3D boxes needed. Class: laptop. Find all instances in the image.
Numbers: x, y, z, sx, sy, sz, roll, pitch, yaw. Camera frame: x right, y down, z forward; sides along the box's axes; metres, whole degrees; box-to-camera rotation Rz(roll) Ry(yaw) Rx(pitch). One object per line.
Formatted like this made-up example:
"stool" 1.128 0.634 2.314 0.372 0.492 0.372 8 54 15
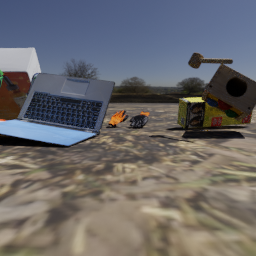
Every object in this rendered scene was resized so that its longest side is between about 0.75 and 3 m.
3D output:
"laptop" -1.808 -0.590 6.591 2.304 2.461 1.426 9 -25 13

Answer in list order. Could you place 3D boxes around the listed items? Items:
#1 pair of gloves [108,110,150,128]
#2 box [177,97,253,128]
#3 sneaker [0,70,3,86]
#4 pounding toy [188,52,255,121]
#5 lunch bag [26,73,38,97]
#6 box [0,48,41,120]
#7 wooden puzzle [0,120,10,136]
"pair of gloves" 0.041 -0.283 8.939 1.204 0.149 1.073 7 31 17
"box" 2.765 -0.524 8.853 2.362 0.889 0.592 -3 20 -16
"sneaker" -3.663 -0.949 6.681 2.615 1.114 1.020 4 -28 43
"pounding toy" 2.360 -1.101 7.328 2.030 0.929 1.784 32 1 12
"lunch bag" -2.357 -1.008 8.746 1.559 1.249 0.589 6 12 -38
"box" -4.178 -1.506 10.201 1.905 1.330 2.502 -1 -38 -2
"wooden puzzle" -3.358 -0.035 7.284 1.929 0.359 1.784 -1 7 -9
